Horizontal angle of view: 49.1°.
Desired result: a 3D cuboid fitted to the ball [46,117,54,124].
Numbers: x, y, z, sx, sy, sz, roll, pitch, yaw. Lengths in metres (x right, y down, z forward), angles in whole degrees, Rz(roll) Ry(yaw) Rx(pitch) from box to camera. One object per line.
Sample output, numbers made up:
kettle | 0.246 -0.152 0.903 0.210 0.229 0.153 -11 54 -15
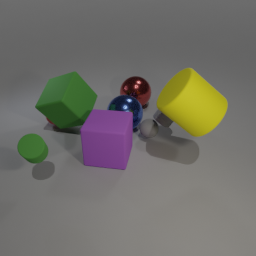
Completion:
ball | -2.898 -0.490 11.093 0.700 0.700 0.700 0 31 0

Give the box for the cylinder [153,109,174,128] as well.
cylinder | 1.359 -0.483 9.848 0.700 0.700 0.700 33 19 -13

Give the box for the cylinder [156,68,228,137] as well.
cylinder | 1.756 -0.697 7.784 1.400 1.400 1.400 36 26 -17

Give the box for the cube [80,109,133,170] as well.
cube | -0.642 0.344 9.220 1.400 1.400 1.400 5 32 9

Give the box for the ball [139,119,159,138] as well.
ball | 0.766 0.011 10.129 0.700 0.700 0.700 0 31 0

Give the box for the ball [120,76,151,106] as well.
ball | 0.335 -1.593 12.440 1.400 1.400 1.400 0 31 0

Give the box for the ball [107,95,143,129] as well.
ball | -0.122 -0.572 10.715 1.400 1.400 1.400 0 31 0

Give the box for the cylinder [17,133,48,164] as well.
cylinder | -2.600 0.577 7.712 0.700 0.700 0.700 2 72 -6

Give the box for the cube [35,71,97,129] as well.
cube | -2.217 -0.983 10.277 1.400 1.400 1.400 -8 52 33
